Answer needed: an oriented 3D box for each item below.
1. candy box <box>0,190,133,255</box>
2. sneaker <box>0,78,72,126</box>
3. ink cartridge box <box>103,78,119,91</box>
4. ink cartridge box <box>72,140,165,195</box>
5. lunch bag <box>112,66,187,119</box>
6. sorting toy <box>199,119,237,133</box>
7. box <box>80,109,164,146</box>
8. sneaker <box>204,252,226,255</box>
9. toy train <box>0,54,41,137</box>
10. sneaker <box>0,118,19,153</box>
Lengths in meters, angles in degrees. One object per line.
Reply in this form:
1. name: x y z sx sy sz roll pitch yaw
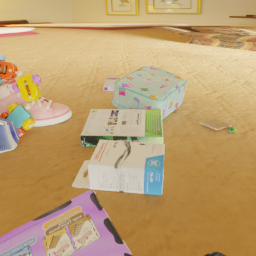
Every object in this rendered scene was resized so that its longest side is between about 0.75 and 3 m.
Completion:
1. candy box: -0.813 2.296 2.896 2.381 1.015 2.839 -25 32 -16
2. sneaker: -3.509 -0.950 9.681 2.999 1.567 1.129 0 24 -5
3. ink cartridge box: -0.720 -2.132 13.643 0.788 0.277 1.321 2 29 4
4. ink cartridge box: -0.201 0.891 6.783 2.127 0.709 1.232 3 26 7
5. lunch bag: 0.842 -1.421 10.854 2.312 1.111 2.883 22 34 23
6. sorting toy: 3.055 -0.041 9.373 0.825 0.164 1.117 -9 23 -29
7. box: -0.127 -0.029 8.807 2.424 0.440 1.749 0 31 5
8. sneaker: 0.951 2.135 3.868 2.359 0.955 0.871 1 25 5
9. toy train: -3.738 -0.988 9.105 1.985 2.643 0.735 5 -3 9
10. sneaker: -4.669 -0.125 8.373 2.927 1.183 1.690 0 27 3
